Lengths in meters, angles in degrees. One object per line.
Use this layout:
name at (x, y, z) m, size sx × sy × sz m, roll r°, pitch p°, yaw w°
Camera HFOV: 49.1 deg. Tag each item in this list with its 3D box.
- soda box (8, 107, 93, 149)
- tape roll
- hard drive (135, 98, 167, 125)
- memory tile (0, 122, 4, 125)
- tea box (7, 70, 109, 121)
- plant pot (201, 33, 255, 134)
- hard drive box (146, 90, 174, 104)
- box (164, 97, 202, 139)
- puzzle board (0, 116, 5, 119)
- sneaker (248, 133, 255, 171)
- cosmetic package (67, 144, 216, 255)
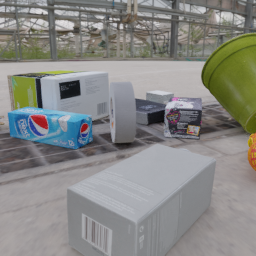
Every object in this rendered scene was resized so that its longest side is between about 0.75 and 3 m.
soda box at (-2.359, -0.052, 8.446) m, size 2.567 × 0.824 × 0.871 m, roll 8°, pitch 18°, yaw 26°
tape roll at (-0.191, -0.451, 8.113) m, size 0.582 × 1.762 × 1.762 m, roll -2°, pitch 17°, yaw -8°
hard drive at (0.381, -0.723, 11.114) m, size 1.789 × 0.561 × 2.652 m, roll -14°, pitch 22°, yaw -39°
memory tile at (-4.909, -0.162, 10.128) m, size 0.754 × 0.063 × 0.578 m, roll 11°, pitch 20°, yaw 31°
tea box at (-2.533, -1.194, 10.531) m, size 2.627 × 1.784 × 2.671 m, roll 12°, pitch 21°, yaw 35°
plant pot at (4.075, -1.253, 9.104) m, size 2.592 × 2.592 × 2.496 m, roll -4°, pitch 51°, yaw -14°
hard drive box at (1.613, -1.592, 14.217) m, size 0.886 × 0.436 × 1.137 m, roll -14°, pitch 22°, yaw -39°
box at (1.841, -0.395, 9.260) m, size 1.150 × 0.998 × 1.740 m, roll 4°, pitch 17°, yaw 14°
puzzle board at (-5.099, -0.246, 9.276) m, size 1.560 × 0.136 × 1.176 m, roll -3°, pitch -5°, yaw -44°
sneaker at (3.290, 0.537, 6.639) m, size 1.064 × 1.006 × 2.757 m, roll -2°, pitch 4°, yaw 40°
cosmetic package at (0.332, 1.091, 4.379) m, size 1.255 × 1.059 × 2.349 m, roll 14°, pitch 19°, yaw 38°
